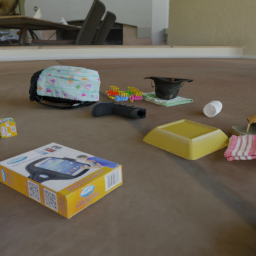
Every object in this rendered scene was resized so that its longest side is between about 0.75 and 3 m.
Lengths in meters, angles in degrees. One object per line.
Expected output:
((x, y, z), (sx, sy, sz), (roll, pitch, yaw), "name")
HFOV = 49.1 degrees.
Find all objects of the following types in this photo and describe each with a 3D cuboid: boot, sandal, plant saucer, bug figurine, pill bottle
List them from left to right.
((-0.339, -0.595, 10.554), (1.687, 0.554, 1.391), (17, 26, 31), "boot")
((-0.164, -1.599, 13.465), (1.603, 0.532, 2.067), (-4, 18, -16), "bug figurine")
((1.712, 0.208, 8.174), (1.891, 0.458, 1.890), (-15, 23, -38), "plant saucer")
((3.359, -0.780, 11.007), (0.531, 0.531, 0.929), (12, 22, 31), "pill bottle")
((4.187, -0.096, 8.728), (2.473, 0.668, 0.993), (-7, 20, -21), "sandal")

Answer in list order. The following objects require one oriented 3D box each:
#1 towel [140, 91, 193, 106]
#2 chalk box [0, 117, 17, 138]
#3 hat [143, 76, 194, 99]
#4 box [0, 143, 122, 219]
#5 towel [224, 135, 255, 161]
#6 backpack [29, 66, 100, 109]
((1.694, -1.459, 13.463), (1.715, 0.263, 2.249), (-11, 21, -32), "towel")
((-3.859, -0.039, 8.871), (0.474, 0.478, 0.765), (-12, 21, -31), "chalk box")
((1.830, -1.881, 13.205), (2.540, 1.025, 2.540), (5, 11, -1), "hat")
((-1.552, 0.922, 5.948), (2.520, 0.523, 1.500), (15, 24, 34), "box")
((3.517, 0.387, 7.007), (2.000, 0.299, 1.464), (-9, 10, 28), "towel")
((-2.594, -1.823, 12.234), (2.759, 1.746, 2.302), (8, 18, 15), "backpack")
